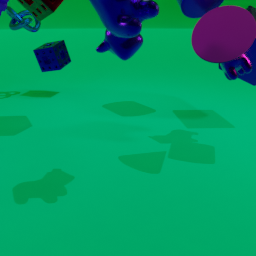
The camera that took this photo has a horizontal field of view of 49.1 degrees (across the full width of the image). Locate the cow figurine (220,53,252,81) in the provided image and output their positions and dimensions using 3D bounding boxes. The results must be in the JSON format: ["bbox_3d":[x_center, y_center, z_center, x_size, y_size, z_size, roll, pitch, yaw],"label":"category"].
[{"bbox_3d":[2.301,-1.684,6.325,0.655,1.174,1.193,-27,2,13],"label":"cow figurine"}]

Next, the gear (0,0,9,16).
[{"bbox_3d":[-3.167,-3.597,7.098,0.299,1.616,1.616,21,5,-39],"label":"gear"}]

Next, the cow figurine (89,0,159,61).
[{"bbox_3d":[-0.167,-1.491,3.716,0.684,1.247,1.227,-49,32,-15],"label":"cow figurine"}]

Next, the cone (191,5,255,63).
[{"bbox_3d":[1.768,-1.436,5.039,1.027,1.027,1.031,12,-7,28],"label":"cone"}]

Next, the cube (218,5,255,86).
[{"bbox_3d":[3.400,-2.205,7.658,1.300,1.300,1.300,21,56,-15],"label":"cube"}]

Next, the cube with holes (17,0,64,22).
[{"bbox_3d":[-1.923,-3.332,6.197,1.190,1.190,1.190,-56,31,-11],"label":"cube with holes"}]

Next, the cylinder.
[{"bbox_3d":[1.889,-3.991,7.746,1.306,1.306,1.306,-8,65,-19],"label":"cylinder"}]

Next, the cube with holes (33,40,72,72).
[{"bbox_3d":[-2.914,-2.787,10.865,0.889,0.889,0.889,-1,32,23],"label":"cube with holes"}]

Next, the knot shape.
[{"bbox_3d":[-3.722,-3.886,10.095,1.199,0.592,1.281,-8,49,-42],"label":"knot shape"}]
